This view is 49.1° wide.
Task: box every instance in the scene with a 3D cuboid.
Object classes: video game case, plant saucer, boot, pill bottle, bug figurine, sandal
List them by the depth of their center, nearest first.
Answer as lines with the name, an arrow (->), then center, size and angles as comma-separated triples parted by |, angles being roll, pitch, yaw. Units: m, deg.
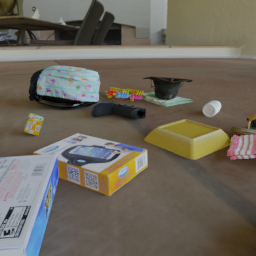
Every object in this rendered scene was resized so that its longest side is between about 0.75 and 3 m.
video game case -> -2.586, 1.305, 4.557 | 2.520, 0.632, 2.780 | -2, 19, -5
plant saucer -> 1.753, 0.202, 8.191 | 1.891, 0.458, 1.890 | -15, 23, -37
sandal -> 4.177, -0.151, 8.660 | 2.473, 0.668, 0.993 | -7, 8, -22
boot -> -0.347, -0.593, 10.555 | 1.687, 0.554, 1.391 | 17, 26, 30
pill bottle -> 3.335, -0.788, 11.037 | 0.531, 0.531, 0.929 | 12, 22, 31
bug figurine -> -0.162, -1.622, 13.459 | 1.603, 0.532, 2.067 | 1, 10, -20

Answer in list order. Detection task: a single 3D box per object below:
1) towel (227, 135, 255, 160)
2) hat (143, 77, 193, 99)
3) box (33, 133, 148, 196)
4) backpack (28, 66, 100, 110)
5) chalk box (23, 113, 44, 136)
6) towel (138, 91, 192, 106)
towel -> 3.583, 0.360, 7.034 | 2.000, 0.299, 1.464 | -10, 10, 27
hat -> 1.803, -1.881, 13.221 | 2.540, 1.025, 2.540 | 5, 11, -1
box -> -0.984, 0.701, 6.576 | 2.520, 0.523, 1.500 | 13, 23, 31
backpack -> -2.598, -1.815, 12.227 | 2.759, 1.746, 2.302 | 9, 17, 15
chalk box -> -2.981, -0.148, 8.893 | 0.474, 0.478, 0.765 | 18, 13, -20
towel -> 1.666, -1.458, 13.478 | 1.715, 0.263, 2.249 | -11, 21, -32
